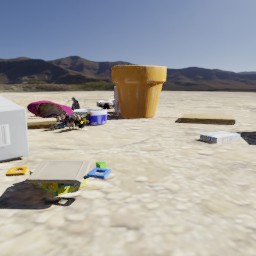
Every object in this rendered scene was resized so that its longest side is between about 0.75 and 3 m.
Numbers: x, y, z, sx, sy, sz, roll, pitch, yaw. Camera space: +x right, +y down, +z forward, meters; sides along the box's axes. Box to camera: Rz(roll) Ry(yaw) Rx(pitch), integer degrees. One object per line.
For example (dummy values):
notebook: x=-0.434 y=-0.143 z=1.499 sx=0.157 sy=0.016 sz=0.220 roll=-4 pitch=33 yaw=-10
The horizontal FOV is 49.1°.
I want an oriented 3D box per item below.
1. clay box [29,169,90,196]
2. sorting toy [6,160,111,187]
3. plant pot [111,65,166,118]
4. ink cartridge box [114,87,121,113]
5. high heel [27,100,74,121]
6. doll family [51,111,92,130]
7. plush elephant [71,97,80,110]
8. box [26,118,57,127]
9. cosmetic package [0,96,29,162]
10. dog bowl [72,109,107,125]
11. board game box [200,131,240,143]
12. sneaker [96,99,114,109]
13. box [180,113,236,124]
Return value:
clay box: x=-1.207 y=0.902 z=4.967 sx=1.053 sy=0.251 sz=0.605 roll=11 pitch=15 yaw=42
sorting toy: x=-1.100 y=0.754 z=4.579 sx=1.678 sy=0.229 sz=0.945 roll=0 pitch=12 yaw=3
plant pot: x=0.530 y=-1.852 z=14.370 sx=2.775 sy=2.540 sz=2.775 roll=1 pitch=10 yaw=0
ink cartridge box: x=0.297 y=-1.661 z=16.334 sx=2.100 sy=1.518 sz=0.884 roll=2 pitch=10 yaw=14
high heel: x=-3.760 y=-0.882 z=13.246 sx=2.752 sy=0.928 sz=1.323 roll=5 pitch=0 yaw=12
doll family: x=-2.125 y=-0.279 z=10.794 sx=1.755 sy=0.689 sz=1.015 roll=2 pitch=14 yaw=27
plush elephant: x=-2.910 y=-0.963 z=14.612 sx=0.809 sy=1.044 sz=0.860 roll=-22 pitch=-4 yaw=1
box: x=-3.953 y=-0.226 z=11.401 sx=2.014 sy=0.214 sz=1.646 roll=-5 pitch=7 yaw=-15
cosmetic package: x=-3.825 y=-0.131 z=7.148 sx=1.582 sy=1.336 sz=2.963 roll=-11 pitch=18 yaw=-36
dog bowl: x=-1.654 y=-0.488 z=12.091 sx=1.477 sy=0.582 sz=1.477 roll=-1 pitch=8 yaw=0
board game box: x=2.906 y=0.282 z=8.859 sx=1.055 sy=0.181 sz=0.709 roll=-6 pitch=11 yaw=-31
sneaker: x=-1.216 y=-1.456 z=18.342 sx=1.620 sy=0.651 sz=0.700 roll=-11 pitch=30 yaw=-29
box: x=3.682 y=-0.449 z=12.968 sx=2.323 sy=0.247 sz=1.899 roll=2 pitch=9 yaw=16
